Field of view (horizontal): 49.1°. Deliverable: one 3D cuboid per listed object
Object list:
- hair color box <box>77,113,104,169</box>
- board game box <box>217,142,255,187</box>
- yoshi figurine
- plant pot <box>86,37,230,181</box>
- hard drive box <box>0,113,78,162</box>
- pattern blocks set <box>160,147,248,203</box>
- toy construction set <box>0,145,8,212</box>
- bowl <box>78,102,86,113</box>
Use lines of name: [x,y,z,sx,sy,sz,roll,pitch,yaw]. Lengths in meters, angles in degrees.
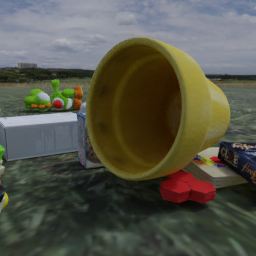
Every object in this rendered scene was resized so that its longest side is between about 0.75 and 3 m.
hair color box: [0.020,0.146,5.213,1.843,0.922,0.558,-5,11,-24]
board game box: [2.289,0.518,3.914,1.652,0.286,1.119,2,16,-12]
yoshi figurine: [-3.624,-1.466,13.481,2.694,1.514,1.508,-7,-4,-24]
plant pot: [0.561,-0.220,3.960,1.641,1.744,1.744,1,6,-44]
hard drive box: [-1.828,0.114,6.096,1.764,0.677,1.375,-6,11,-30]
pattern blocks set: [1.514,0.583,4.419,2.679,0.217,2.354,2,15,-12]
toy construction set: [-1.959,0.582,2.282,1.532,1.076,2.336,24,22,7]
bowl: [-1.566,-0.951,12.509,1.300,0.584,1.300,0,9,0]
